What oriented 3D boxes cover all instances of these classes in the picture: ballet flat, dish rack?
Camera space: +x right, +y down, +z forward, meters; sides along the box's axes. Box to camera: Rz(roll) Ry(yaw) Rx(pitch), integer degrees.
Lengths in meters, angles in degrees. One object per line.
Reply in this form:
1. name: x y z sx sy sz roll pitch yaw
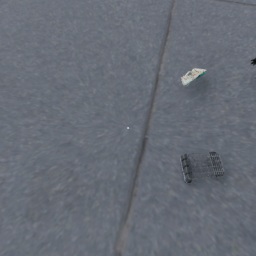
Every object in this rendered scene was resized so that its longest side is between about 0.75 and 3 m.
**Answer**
1. ballet flat: 2.225 -1.792 9.434 1.152 0.436 0.368 -33 86 -32
2. dish rack: 2.103 1.083 7.926 1.135 0.310 0.871 -4 64 -6

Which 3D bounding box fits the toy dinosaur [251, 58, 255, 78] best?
1. toy dinosaur: 4.549 -2.118 9.194 0.844 1.244 0.636 -10 38 -27
